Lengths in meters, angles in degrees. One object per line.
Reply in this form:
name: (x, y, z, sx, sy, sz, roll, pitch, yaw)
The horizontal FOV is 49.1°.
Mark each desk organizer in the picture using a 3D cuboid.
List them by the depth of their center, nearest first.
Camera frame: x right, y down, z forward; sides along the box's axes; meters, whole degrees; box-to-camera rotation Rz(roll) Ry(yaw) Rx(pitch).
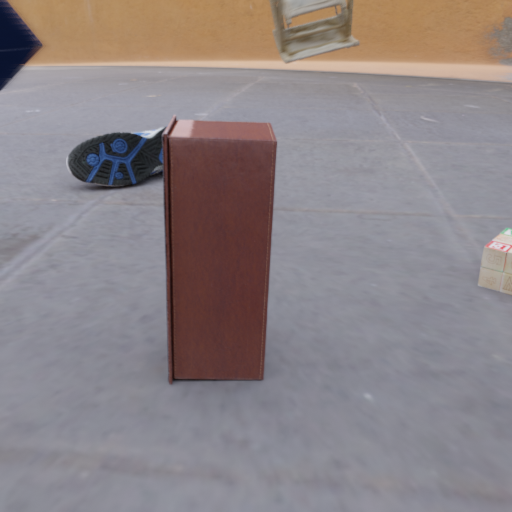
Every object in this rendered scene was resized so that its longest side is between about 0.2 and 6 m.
desk organizer: (-0.385, -0.027, 5.776, 1.012, 2.627, 0.942, 1, 23, -3)

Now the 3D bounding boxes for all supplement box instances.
supplement box: (-2.900, -2.174, 4.644, 1.440, 0.968, 1.442, 38, -7, 15)

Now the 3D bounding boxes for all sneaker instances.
sneaker: (-2.822, -2.268, 13.096, 3.273, 1.239, 1.261, -17, 6, -33)

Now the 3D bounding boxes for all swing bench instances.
swing bench: (0.809, -3.492, 8.045, 1.115, 1.121, 0.727, -15, 38, -4)

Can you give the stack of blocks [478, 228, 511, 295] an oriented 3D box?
stack of blocks: (4.353, 0.228, 7.642, 2.151, 0.630, 1.239, 18, 29, 37)
